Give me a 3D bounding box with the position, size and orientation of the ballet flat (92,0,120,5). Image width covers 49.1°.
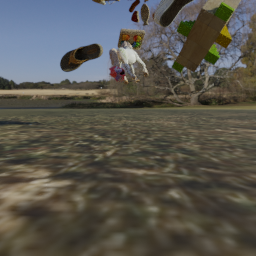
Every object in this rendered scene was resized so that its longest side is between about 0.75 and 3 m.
[{"bbox_3d":[-0.716,-4.268,9.349,0.951,0.300,0.326,-16,18,-7],"label":"ballet flat"}]

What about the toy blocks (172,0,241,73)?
[{"bbox_3d":[2.540,-3.157,8.512,1.474,2.017,2.950,33,-25,5],"label":"toy blocks"}]

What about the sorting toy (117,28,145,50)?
[{"bbox_3d":[0.125,-3.735,11.936,1.047,0.206,1.131,2,-24,-9],"label":"sorting toy"}]

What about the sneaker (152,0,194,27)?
[{"bbox_3d":[0.910,-2.497,5.323,0.439,1.204,0.510,40,9,-40],"label":"sneaker"}]

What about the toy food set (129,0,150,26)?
[{"bbox_3d":[0.374,-4.335,9.755,0.913,1.436,0.226,12,23,24],"label":"toy food set"}]

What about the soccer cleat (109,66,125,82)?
[{"bbox_3d":[-0.240,-1.686,8.817,0.440,0.384,1.151,-1,-2,16],"label":"soccer cleat"}]

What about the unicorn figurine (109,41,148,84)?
[{"bbox_3d":[-0.020,-2.602,10.755,0.955,1.776,2.585,-27,-2,14],"label":"unicorn figurine"}]

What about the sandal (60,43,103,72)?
[{"bbox_3d":[-1.214,-1.811,7.086,1.208,0.485,0.326,-20,7,12],"label":"sandal"}]
